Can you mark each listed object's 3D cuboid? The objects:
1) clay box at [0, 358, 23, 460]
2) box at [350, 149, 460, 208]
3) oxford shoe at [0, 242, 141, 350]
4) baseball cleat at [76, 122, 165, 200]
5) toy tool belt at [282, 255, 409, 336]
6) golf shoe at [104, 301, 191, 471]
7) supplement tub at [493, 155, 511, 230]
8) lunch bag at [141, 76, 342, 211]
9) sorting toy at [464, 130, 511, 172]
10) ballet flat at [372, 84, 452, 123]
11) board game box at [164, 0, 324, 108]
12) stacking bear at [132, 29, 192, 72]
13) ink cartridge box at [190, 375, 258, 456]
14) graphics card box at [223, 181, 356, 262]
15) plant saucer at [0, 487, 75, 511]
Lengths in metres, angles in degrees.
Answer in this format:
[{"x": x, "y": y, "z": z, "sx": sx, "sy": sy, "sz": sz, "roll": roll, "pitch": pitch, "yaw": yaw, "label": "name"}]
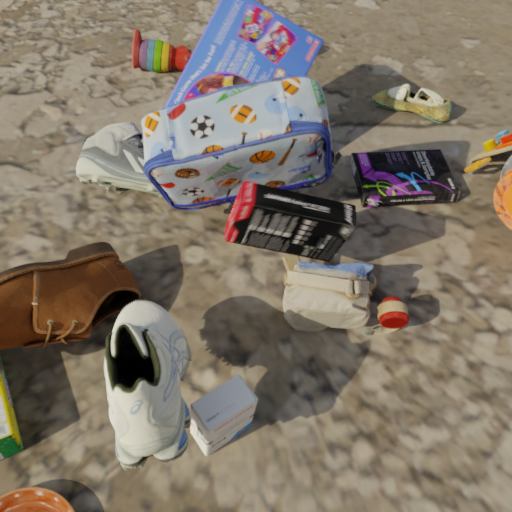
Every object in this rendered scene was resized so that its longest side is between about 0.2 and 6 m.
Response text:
[{"x": -4.462, "y": 1.900, "z": 8.126, "sx": 1.494, "sy": 0.619, "sz": 2.600, "roll": -19, "pitch": 51, "yaw": -19, "label": "clay box"}, {"x": 2.998, "y": -1.613, "z": 11.437, "sx": 1.931, "sy": 0.349, "sz": 1.381, "roll": -3, "pitch": 49, "yaw": -4, "label": "box"}, {"x": -3.156, "y": 0.863, "z": 8.260, "sx": 1.245, "sy": 1.246, "sz": 3.495, "roll": 46, "pitch": 43, "yaw": 15, "label": "oxford shoe"}, {"x": -2.163, "y": -1.859, "z": 10.924, "sx": 2.734, "sy": 0.953, "sz": 1.455, "roll": 9, "pitch": 84, "yaw": 4, "label": "baseball cleat"}, {"x": 1.405, "y": 0.493, "z": 9.008, "sx": 2.000, "sy": 1.249, "sz": 1.229, "roll": 3, "pitch": 57, "yaw": 1, "label": "toy tool belt"}, {"x": -1.390, "y": 1.178, "z": 6.994, "sx": 1.086, "sy": 1.348, "sz": 2.773, "roll": -15, "pitch": 33, "yaw": -8, "label": "golf shoe"}, {"x": 5.833, "y": -1.622, "z": 10.470, "sx": 2.945, "sy": 1.804, "sz": 1.804, "roll": -37, "pitch": 58, "yaw": -27, "label": "supplement tub"}, {"x": -0.179, "y": -1.697, "z": 9.314, "sx": 3.143, "sy": 2.518, "sz": 1.187, "roll": -9, "pitch": 73, "yaw": 4, "label": "lunch bag"}, {"x": 5.169, "y": -2.399, "z": 11.588, "sx": 2.257, "sy": 1.271, "sz": 0.307, "roll": -33, "pitch": 96, "yaw": -26, "label": "sorting toy"}, {"x": 3.648, "y": -3.659, "z": 13.063, "sx": 1.872, "sy": 0.662, "sz": 0.662, "roll": 23, "pitch": 53, "yaw": 20, "label": "ballet flat"}, {"x": -0.362, "y": -3.242, "z": 10.940, "sx": 2.112, "sy": 0.703, "sz": 3.142, "roll": 28, "pitch": 91, "yaw": -7, "label": "board game box"}, {"x": -2.352, "y": -5.082, "z": 14.230, "sx": 1.485, "sy": 0.902, "sz": 0.844, "roll": 5, "pitch": 65, "yaw": -7, "label": "stacking bear"}, {"x": -0.457, "y": 2.164, "z": 7.570, "sx": 0.791, "sy": 1.083, "sz": 0.457, "roll": -28, "pitch": 62, "yaw": -24, "label": "ink cartridge box"}, {"x": 0.510, "y": -0.504, "z": 8.774, "sx": 1.834, "sy": 1.151, "sz": 0.467, "roll": 12, "pitch": 58, "yaw": -9, "label": "graphics card box"}, {"x": -2.895, "y": 3.630, "z": 6.883, "sx": 1.476, "sy": 0.238, "sz": 1.476, "roll": 0, "pitch": 49, "yaw": 0, "label": "plant saucer"}]
